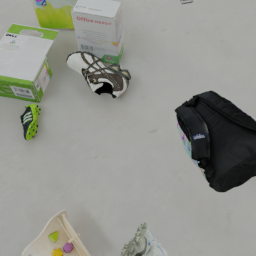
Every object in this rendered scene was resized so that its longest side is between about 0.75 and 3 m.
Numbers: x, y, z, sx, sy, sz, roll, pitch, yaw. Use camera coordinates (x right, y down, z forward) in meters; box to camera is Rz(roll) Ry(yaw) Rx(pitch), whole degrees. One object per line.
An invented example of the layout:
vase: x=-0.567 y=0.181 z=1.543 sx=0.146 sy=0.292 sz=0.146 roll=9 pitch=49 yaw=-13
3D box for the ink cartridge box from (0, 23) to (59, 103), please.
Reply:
ink cartridge box: x=-3.939 y=-2.554 z=10.725 sx=2.108 sy=1.081 sz=2.853 roll=11 pitch=59 yaw=7

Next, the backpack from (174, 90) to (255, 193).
backpack: x=1.862 y=0.207 z=5.947 sx=1.764 sy=1.338 sz=2.114 roll=-24 pitch=43 yaw=-7

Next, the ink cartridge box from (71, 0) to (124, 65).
ink cartridge box: x=-1.063 y=-3.648 z=10.637 sx=1.656 sy=2.279 sz=0.997 roll=12 pitch=62 yaw=8

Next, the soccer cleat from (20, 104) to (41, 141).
soccer cleat: x=-3.466 y=-0.195 z=9.747 sx=0.612 sy=0.510 sz=1.511 roll=-7 pitch=54 yaw=9

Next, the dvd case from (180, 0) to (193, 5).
dvd case: x=1.554 y=-4.085 z=8.085 sx=0.079 sy=0.983 sz=0.731 roll=-27 pitch=24 yaw=-2

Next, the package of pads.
package of pads: x=-2.480 y=-5.201 z=11.604 sx=2.852 sy=2.203 sz=0.973 roll=-1 pitch=56 yaw=1

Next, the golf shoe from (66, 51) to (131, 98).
golf shoe: x=-1.274 y=-1.971 z=10.418 sx=2.674 sy=1.040 sz=1.263 roll=21 pitch=62 yaw=13

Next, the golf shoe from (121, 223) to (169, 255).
golf shoe: x=0.384 y=2.332 z=5.062 sx=0.920 sy=1.892 sz=0.741 roll=37 pitch=87 yaw=7

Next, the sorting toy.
sorting toy: x=-1.868 y=3.255 z=7.276 sx=1.454 sy=0.863 sz=1.615 roll=-24 pitch=61 yaw=-34
